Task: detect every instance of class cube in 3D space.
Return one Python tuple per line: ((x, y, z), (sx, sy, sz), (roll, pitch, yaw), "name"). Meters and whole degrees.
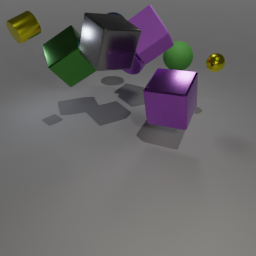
((1.455, -0.987, 9.337), (1.400, 1.400, 1.400), (11, 45, 23), "cube")
((-2.206, -2.740, 10.828), (1.400, 1.400, 1.400), (-30, 56, 12), "cube")
((-0.644, -2.876, 9.355), (1.400, 1.400, 1.400), (-12, 44, -34), "cube")
((0.794, -3.654, 11.131), (1.400, 1.400, 1.400), (-32, -12, 14), "cube")

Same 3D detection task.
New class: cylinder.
((-3.012, -2.911, 8.109), (0.700, 0.700, 0.700), (-41, 46, -23), "cylinder")
((0.321, -3.421, 12.830), (1.400, 1.400, 1.400), (19, 59, 29), "cylinder")

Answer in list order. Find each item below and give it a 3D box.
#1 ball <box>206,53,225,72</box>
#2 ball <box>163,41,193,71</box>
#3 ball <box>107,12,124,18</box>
((3.278, -2.448, 10.483), (0.700, 0.700, 0.700), (0, 30, 0), "ball")
((2.367, -3.385, 13.257), (1.400, 1.400, 1.400), (0, 30, 0), "ball")
((-0.693, -4.725, 13.242), (1.400, 1.400, 1.400), (0, 30, 0), "ball")
